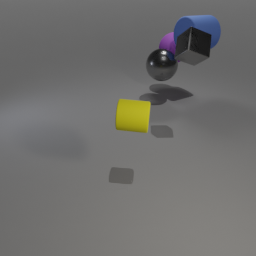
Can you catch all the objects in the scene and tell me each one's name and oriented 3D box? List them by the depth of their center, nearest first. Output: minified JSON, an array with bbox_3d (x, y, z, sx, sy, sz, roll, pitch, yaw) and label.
[{"bbox_3d":[0.117,-0.267,6.214,0.700,0.700,0.700,6,29,5],"label":"cylinder"},{"bbox_3d":[1.795,-2.245,7.761,0.700,0.700,0.700,13,-12,-21],"label":"cube"},{"bbox_3d":[2.875,-3.952,11.719,1.400,1.400,1.400,-15,32,-29],"label":"cylinder"},{"bbox_3d":[1.483,-2.760,12.260,1.400,1.400,1.400,0,29,0],"label":"ball"},{"bbox_3d":[2.153,-3.754,13.136,1.400,1.400,1.400,0,29,0],"label":"ball"}]
